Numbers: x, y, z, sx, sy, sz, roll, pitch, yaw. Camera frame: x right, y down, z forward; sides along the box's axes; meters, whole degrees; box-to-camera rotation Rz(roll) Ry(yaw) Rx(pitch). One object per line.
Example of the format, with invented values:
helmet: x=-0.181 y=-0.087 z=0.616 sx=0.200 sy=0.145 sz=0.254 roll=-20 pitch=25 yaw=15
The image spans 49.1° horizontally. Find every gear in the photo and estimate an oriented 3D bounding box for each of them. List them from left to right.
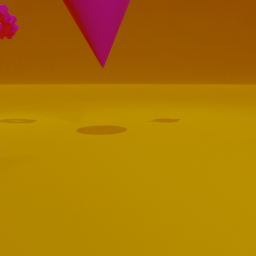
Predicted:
gear: x=-3.413 y=-2.762 z=6.946 sx=1.322 sy=0.245 sz=1.322 roll=16 pitch=-22 yaw=7

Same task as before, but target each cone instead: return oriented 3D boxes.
cone: x=-0.551 y=-1.865 z=5.559 sx=1.331 sy=1.336 sz=1.331 roll=-3 pitch=15 yaw=1
